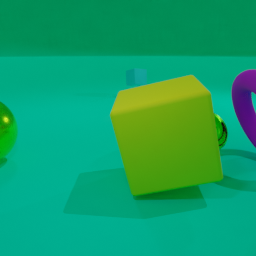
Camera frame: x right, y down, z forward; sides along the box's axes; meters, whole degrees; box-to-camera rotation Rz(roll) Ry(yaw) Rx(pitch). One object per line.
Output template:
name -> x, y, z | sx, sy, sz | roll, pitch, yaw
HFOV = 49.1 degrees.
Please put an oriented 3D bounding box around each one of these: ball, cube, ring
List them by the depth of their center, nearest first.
cube -> 0.590, 0.055, 4.467 | 1.352, 1.352, 1.352 | -12, 19, 7
ring -> 2.601, -0.183, 5.304 | 0.393, 1.967, 1.967 | -25, 17, 1
ball -> -2.827, 0.054, 5.353 | 1.351, 1.351, 1.351 | 0, 16, 0
cube -> 0.385, -2.344, 13.027 | 0.713, 0.713, 0.713 | -3, 4, -34

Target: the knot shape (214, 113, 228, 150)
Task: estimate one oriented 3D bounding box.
knot shape -> 1.210, 0.063, 6.066 | 1.707, 0.789, 1.597 | 7, 11, 29
